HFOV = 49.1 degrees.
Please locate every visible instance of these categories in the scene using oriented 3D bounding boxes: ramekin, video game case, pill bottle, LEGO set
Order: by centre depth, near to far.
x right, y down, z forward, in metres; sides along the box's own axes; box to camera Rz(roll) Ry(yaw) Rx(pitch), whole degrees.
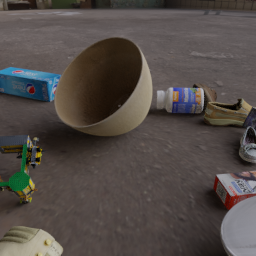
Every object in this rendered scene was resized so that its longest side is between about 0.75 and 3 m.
[{"bbox_3d":[2.337,1.827,4.393,1.617,0.753,1.617,-20,18,7],"label":"ramekin"},{"bbox_3d":[-2.963,1.024,6.288,2.242,1.299,1.724,-9,59,-10],"label":"LEGO set"},{"bbox_3d":[4.017,-0.123,8.402,0.955,0.682,0.091,35,24,34],"label":"video game case"},{"bbox_3d":[1.809,-0.980,9.890,1.577,0.884,0.884,2,28,6],"label":"pill bottle"}]

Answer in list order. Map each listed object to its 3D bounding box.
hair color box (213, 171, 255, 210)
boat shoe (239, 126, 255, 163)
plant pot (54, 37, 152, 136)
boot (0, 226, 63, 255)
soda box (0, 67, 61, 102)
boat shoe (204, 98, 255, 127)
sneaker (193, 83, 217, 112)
[{"bbox_3d":[2.656,1.325,6.133,1.310,0.419,0.726,-4,28,-9],"label":"hair color box"},{"bbox_3d":[3.362,0.460,7.683,0.529,0.460,1.434,9,30,17],"label":"boat shoe"},{"bbox_3d":[-0.440,-0.905,8.291,2.877,1.932,2.877,-14,58,24],"label":"plant pot"},{"bbox_3d":[-1.391,2.346,3.862,2.250,0.819,1.749,10,30,26],"label":"boot"},{"bbox_3d":[-4.046,-1.821,11.476,2.724,0.874,0.924,13,31,21],"label":"soda box"},{"bbox_3d":[3.669,-0.537,9.102,2.275,0.866,0.815,-1,28,-2],"label":"boat shoe"},{"bbox_3d":[3.034,-1.202,10.488,0.796,0.743,2.108,2,29,-4],"label":"sneaker"}]
